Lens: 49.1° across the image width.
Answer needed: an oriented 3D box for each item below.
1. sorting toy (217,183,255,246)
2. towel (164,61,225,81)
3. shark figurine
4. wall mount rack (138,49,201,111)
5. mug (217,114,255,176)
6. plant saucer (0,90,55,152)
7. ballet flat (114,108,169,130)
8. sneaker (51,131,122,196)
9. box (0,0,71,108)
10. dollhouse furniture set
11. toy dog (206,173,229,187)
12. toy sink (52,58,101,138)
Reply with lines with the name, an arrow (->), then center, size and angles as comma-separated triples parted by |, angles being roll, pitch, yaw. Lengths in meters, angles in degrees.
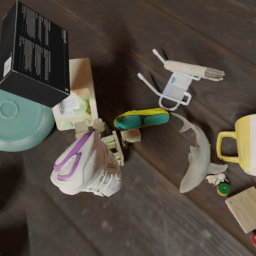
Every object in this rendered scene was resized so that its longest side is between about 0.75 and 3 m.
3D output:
sorting toy -> 3.467, 2.404, 7.977 | 0.994, 0.349, 2.062 | -22, 61, -13
towel -> 1.852, -1.540, 7.607 | 1.182, 0.307, 1.783 | 19, 16, 33
shark figurine -> 1.998, 0.549, 8.389 | 1.493, 1.043, 2.499 | -20, 57, 36
wall mount rack -> 1.541, -1.828, 10.231 | 2.006, 0.861, 2.309 | 23, 61, 13
mug -> 3.931, 0.650, 8.641 | 1.523, 1.901, 1.561 | 22, 66, -25
plant saucer -> -3.682, -0.589, 8.768 | 2.787, 0.501, 2.787 | -1, 96, -8
ballet flat -> 0.447, -0.363, 9.572 | 1.908, 0.637, 0.639 | -7, 38, -7
sneaker -> -0.594, 0.793, 5.571 | 1.060, 2.830, 1.410 | -42, 93, 4
box -> -2.211, -1.716, 6.710 | 0.822, 1.471, 2.084 | -29, 56, 36
dollhouse furniture set -> -0.447, 0.456, 8.348 | 1.936, 1.712, 1.076 | -15, 62, -8
toy dog -> 2.661, 1.572, 8.284 | 0.574, 0.871, 0.419 | -19, 76, 17
toy sink -> -1.709, -0.902, 8.955 | 1.341, 1.560, 2.394 | -9, 46, -5
